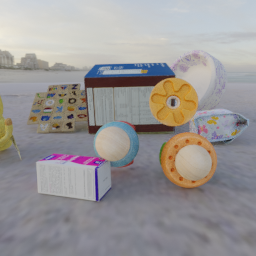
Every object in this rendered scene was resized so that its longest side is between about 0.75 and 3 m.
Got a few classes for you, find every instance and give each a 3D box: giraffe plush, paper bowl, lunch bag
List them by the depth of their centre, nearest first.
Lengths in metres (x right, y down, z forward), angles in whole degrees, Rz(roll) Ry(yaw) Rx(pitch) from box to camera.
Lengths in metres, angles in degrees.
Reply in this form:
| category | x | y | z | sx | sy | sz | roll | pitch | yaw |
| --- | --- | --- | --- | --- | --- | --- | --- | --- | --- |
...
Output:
| category | x | y | z | sx | sy | sz | roll | pitch | yaw |
| --- | --- | --- | --- | --- | --- | --- | --- | --- | --- |
| giraffe plush | -3.839 | 0.120 | 6.682 | 1.836 | 1.953 | 2.264 | -18 | 55 | -29 |
| lunch bag | 2.731 | -0.081 | 8.548 | 1.573 | 1.000 | 1.334 | -9 | 9 | 5 |
| paper bowl | 3.040 | -1.834 | 12.437 | 1.500 | 2.884 | 2.884 | 17 | -1 | -38 |

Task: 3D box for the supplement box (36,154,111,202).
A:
| category | x | y | z | sx | sy | sz | roll | pitch | yaw |
| --- | --- | --- | --- | --- | --- | --- | --- | --- | --- |
| supplement box | -0.952 | 0.849 | 4.975 | 1.175 | 0.607 | 0.595 | 2 | 11 | 16 |

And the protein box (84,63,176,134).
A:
| category | x | y | z | sx | sy | sz | roll | pitch | yaw |
| --- | --- | --- | --- | --- | --- | --- | --- | --- | --- |
| protein box | 0.107 | -1.235 | 10.428 | 2.943 | 1.986 | 2.922 | -1 | 21 | 1 |

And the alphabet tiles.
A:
| category | x | y | z | sx | sy | sz | roll | pitch | yaw |
| --- | --- | --- | --- | --- | --- | --- | --- | --- | --- |
| alphabet tiles | -2.521 | -0.814 | 10.453 | 2.173 | 0.083 | 2.611 | -4 | 46 | 1 |

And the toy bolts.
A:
| category | x | y | z | sx | sy | sz | roll | pitch | yaw |
| --- | --- | --- | --- | --- | --- | --- | --- | --- | --- |
| toy bolts | 0.462 | 0.044 | 5.285 | 2.289 | 2.187 | 1.588 | -3 | -3 | 4 |
